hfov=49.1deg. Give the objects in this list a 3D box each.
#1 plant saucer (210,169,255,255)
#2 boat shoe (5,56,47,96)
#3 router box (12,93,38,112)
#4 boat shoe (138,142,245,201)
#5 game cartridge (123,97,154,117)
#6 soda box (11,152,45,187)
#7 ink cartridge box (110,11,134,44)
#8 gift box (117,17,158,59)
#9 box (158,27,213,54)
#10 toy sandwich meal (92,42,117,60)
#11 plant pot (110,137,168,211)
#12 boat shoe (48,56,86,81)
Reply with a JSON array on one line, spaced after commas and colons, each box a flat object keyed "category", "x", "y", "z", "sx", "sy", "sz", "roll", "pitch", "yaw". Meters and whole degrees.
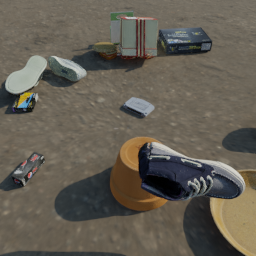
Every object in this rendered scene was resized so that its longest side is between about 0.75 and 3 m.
[{"category": "plant saucer", "x": 3.007, "y": 1.975, "z": 6.214, "sx": 2.399, "sy": 0.425, "sz": 2.399, "roll": 0, "pitch": 41, "yaw": 0}, {"category": "boat shoe", "x": -3.694, "y": -1.786, "z": 10.295, "sx": 0.887, "sy": 0.708, "sz": 2.346, "roll": 30, "pitch": 42, "yaw": -4}, {"category": "router box", "x": -3.512, "y": -0.884, "z": 9.602, "sx": 0.646, "sy": 0.221, "sz": 0.866, "roll": -1, "pitch": 41, "yaw": -1}, {"category": "boat shoe", "x": 1.113, "y": 0.977, "z": 4.848, "sx": 2.057, "sy": 0.768, "sz": 0.954, "roll": 18, "pitch": 27, "yaw": -2}, {"category": "game cartridge", "x": 0.387, "y": -0.726, "z": 9.473, "sx": 0.934, "sy": 0.189, "sz": 0.623, "roll": 27, "pitch": 52, "yaw": 27}, {"category": "soda box", "x": -2.595, "y": 1.065, "z": 7.345, "sx": 0.331, "sy": 0.296, "sz": 0.934, "roll": 16, "pitch": 43, "yaw": 17}, {"category": "ink cartridge box", "x": -0.292, "y": -4.648, "z": 12.899, "sx": 1.085, "sy": 1.491, "sz": 0.357, "roll": -6, "pitch": 42, "yaw": -7}, {"category": "gift box", "x": 0.345, "y": -3.699, "z": 11.663, "sx": 1.637, "sy": 1.657, "sz": 1.775, "roll": 0, "pitch": 26, "yaw": -3}, {"category": "box", "x": 2.597, "y": -4.071, "z": 12.962, "sx": 2.112, "sy": 0.539, "sz": 1.665, "roll": -4, "pitch": 41, "yaw": -5}, {"category": "toy sandwich meal", "x": -0.997, "y": -3.421, "z": 12.348, "sx": 1.203, "sy": 0.412, "sz": 1.203, "roll": 2, "pitch": 36, "yaw": -1}, {"category": "plant pot", "x": 0.350, "y": 0.996, "z": 6.792, "sx": 1.627, "sy": 1.139, "sz": 1.627, "roll": 0, "pitch": 43, "yaw": 0}, {"category": "boat shoe", "x": -2.393, "y": -2.355, "z": 11.050, "sx": 1.855, "sy": 0.647, "sz": 0.661, "roll": 31, "pitch": 36, "yaw": 28}]
